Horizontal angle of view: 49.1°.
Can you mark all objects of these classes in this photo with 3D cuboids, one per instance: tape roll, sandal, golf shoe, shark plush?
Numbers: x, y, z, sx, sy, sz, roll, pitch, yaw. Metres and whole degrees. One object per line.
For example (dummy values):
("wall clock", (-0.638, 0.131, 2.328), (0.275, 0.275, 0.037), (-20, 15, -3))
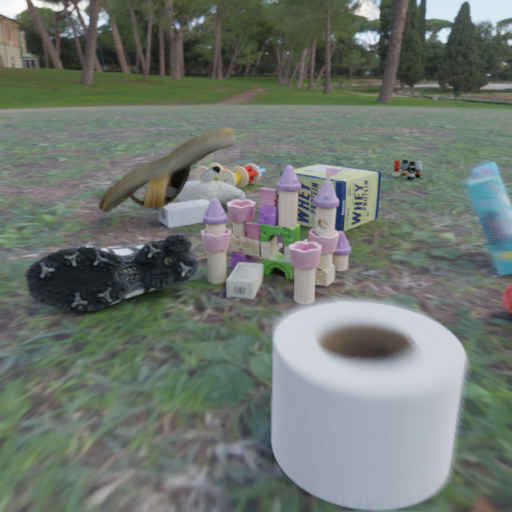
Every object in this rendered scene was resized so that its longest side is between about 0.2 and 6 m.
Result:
("tape roll", (0.937, 1.227, 4.954), (1.606, 1.103, 1.606), (0, 19, 0))
("sandal", (-1.872, -1.579, 11.734), (3.526, 0.952, 1.416), (-23, 11, 21))
("golf shoe", (-2.120, 0.287, 8.383), (2.436, 0.947, 1.151), (-7, -1, -17))
("shark plush", (-1.514, -1.297, 13.535), (2.414, 1.097, 1.005), (-15, -7, 19))

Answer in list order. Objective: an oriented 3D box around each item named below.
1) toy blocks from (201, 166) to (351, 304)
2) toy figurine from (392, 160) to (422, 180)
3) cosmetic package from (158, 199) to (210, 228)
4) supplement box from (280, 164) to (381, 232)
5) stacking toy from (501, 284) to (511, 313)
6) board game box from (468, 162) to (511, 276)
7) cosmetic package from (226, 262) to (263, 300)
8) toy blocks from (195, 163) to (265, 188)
("toy blocks", (0.447, -0.593, 9.083), (2.072, 1.866, 2.217), (10, 21, 28))
("toy figurine", (4.633, -2.626, 17.127), (0.800, 0.556, 0.787), (13, 17, 38))
("cosmetic package", (-1.529, -0.947, 12.362), (1.114, 0.397, 0.565), (-12, 23, -28))
("supplement box", (1.628, -1.324, 12.385), (1.629, 1.094, 1.628), (16, 24, 38))
("stacking toy", (4.194, 0.865, 7.229), (1.642, 0.766, 1.814), (23, 17, -15))
("board game box", (4.100, -0.654, 9.528), (0.384, 1.638, 1.236), (-18, 12, 31))
("cosmetic package", (-0.165, 0.378, 8.677), (0.433, 0.293, 0.824), (4, 19, 12))
("toy blocks", (-0.679, -2.349, 16.104), (1.455, 0.634, 1.745), (13, 23, 32))
